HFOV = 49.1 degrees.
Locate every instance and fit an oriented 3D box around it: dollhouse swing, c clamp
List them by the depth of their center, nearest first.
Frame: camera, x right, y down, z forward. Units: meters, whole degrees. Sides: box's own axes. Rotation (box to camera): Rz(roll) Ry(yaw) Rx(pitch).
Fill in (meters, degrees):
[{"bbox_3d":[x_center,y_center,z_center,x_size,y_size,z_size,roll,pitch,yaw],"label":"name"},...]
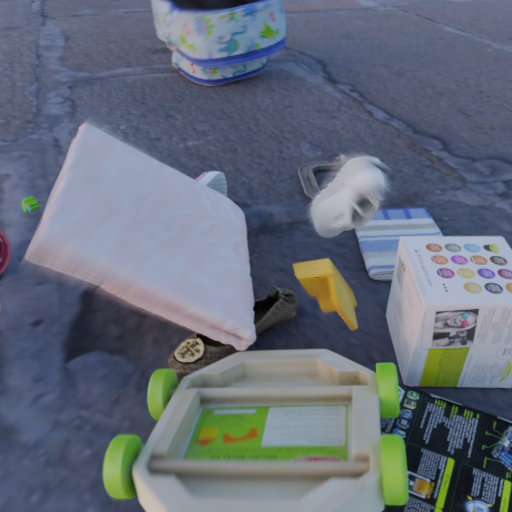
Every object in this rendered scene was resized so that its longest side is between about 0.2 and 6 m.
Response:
[{"bbox_3d":[0.855,0.549,6.989,0.707,0.778,0.684,-10,49,29],"label":"dollhouse swing"},{"bbox_3d":[1.672,-1.565,11.096,1.658,0.263,1.941,0,35,1],"label":"c clamp"}]

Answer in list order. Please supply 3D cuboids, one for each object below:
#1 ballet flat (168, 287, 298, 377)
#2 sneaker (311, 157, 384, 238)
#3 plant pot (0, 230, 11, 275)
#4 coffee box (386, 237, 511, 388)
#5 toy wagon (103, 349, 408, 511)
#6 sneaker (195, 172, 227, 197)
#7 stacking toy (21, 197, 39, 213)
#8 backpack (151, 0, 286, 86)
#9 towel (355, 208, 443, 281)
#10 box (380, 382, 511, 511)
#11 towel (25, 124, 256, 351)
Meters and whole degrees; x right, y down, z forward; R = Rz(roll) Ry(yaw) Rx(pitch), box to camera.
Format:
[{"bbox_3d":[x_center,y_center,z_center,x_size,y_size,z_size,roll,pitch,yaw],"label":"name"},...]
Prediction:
[{"bbox_3d":[-0.255,0.937,7.412,2.079,0.482,0.700,-24,42,-30],"label":"ballet flat"},{"bbox_3d":[1.330,-0.681,8.306,0.688,1.801,0.725,-5,63,-17],"label":"sneaker"},{"bbox_3d":[-4.399,-0.120,8.586,0.985,0.985,0.881,-27,28,-32],"label":"plant pot"},{"bbox_3d":[2.493,0.680,6.992,1.365,1.380,1.378,0,36,1],"label":"coffee box"},{"bbox_3d":[0.003,1.866,5.157,2.666,0.680,3.436,-4,20,12],"label":"toy wagon"},{"bbox_3d":[-1.592,-0.733,9.370,1.530,0.973,2.684,12,37,22],"label":"sneaker"},{"bbox_3d":[-2.944,-0.790,9.889,2.123,0.499,1.601,28,43,36],"label":"stacking toy"},{"bbox_3d":[-0.925,-6.406,15.695,3.326,2.671,3.635,-21,40,-15],"label":"backpack"},{"bbox_3d":[2.406,-0.228,9.271,1.441,0.233,1.962,-2,34,0],"label":"towel"},{"bbox_3d":[1.966,2.344,5.467,1.996,0.491,2.066,18,39,20],"label":"box"},{"bbox_3d":[-1.292,-0.334,7.369,2.827,0.477,2.960,26,31,-22],"label":"towel"}]
